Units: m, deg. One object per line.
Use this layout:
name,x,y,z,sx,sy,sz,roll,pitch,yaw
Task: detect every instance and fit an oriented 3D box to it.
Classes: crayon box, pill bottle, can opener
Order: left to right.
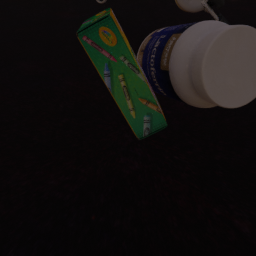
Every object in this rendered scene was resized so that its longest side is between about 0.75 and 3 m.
crayon box,-0.054,-0.845,4.316,0.527,1.808,1.074,-26,26,10
pill bottle,2.101,-4.380,9.103,1.153,1.153,2.112,4,24,6
pill bottle,1.289,-1.250,5.487,1.555,1.555,2.687,-11,18,-15
can opener,2.687,-3.066,7.803,1.861,0.622,0.496,31,41,-31

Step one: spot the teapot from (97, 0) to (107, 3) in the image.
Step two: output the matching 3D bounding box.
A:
teapot,-0.799,-4.449,8.245,0.780,1.053,1.067,-3,55,45
